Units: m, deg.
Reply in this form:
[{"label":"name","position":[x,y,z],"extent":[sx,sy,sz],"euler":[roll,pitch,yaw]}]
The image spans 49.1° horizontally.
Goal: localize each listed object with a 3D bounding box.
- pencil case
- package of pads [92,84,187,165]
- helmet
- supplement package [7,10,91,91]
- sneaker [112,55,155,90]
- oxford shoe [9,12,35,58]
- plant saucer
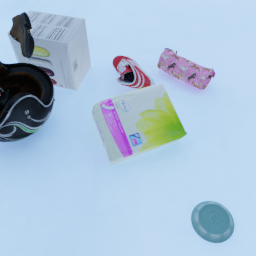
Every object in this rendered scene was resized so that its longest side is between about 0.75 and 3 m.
[{"label":"pencil case","position":[2.059,-2.117,10.054],"extent":[2.050,0.887,0.849],"euler":[35,16,25]},{"label":"package of pads","position":[0.275,-0.179,8.161],"extent":[2.346,0.800,1.812],"euler":[-18,75,-15]},{"label":"helmet","position":[-3.303,-0.752,7.995],"extent":[2.371,2.261,2.371],"euler":[1,93,16]},{"label":"supplement package","position":[-2.595,-2.670,9.725],"extent":[2.089,1.998,1.537],"euler":[12,52,10]},{"label":"sneaker","position":[-0.103,-2.014,9.647],"extent":[1.202,0.761,2.136],"euler":[9,29,-52]},{"label":"oxford shoe","position":[-2.989,-2.538,7.866],"extent":[0.579,0.499,1.372],"euler":[-15,74,5]},{"label":"plant saucer","position":[2.095,2.253,6.877],"extent":[1.056,0.190,1.056],"euler":[0,52,0]}]
